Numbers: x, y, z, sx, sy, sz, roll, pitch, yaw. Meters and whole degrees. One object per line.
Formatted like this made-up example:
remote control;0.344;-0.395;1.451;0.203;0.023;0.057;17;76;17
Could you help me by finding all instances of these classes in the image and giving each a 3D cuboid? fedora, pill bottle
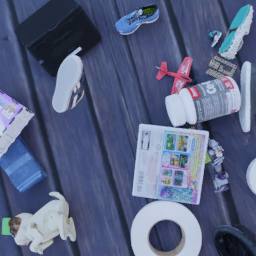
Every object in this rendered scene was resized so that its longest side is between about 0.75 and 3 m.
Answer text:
fedora;4.397;4.558;10.847;1.015;2.221;2.221;-28;86;-34
pill bottle;2.927;-1.012;11.156;2.608;1.485;1.485;-16;86;-1

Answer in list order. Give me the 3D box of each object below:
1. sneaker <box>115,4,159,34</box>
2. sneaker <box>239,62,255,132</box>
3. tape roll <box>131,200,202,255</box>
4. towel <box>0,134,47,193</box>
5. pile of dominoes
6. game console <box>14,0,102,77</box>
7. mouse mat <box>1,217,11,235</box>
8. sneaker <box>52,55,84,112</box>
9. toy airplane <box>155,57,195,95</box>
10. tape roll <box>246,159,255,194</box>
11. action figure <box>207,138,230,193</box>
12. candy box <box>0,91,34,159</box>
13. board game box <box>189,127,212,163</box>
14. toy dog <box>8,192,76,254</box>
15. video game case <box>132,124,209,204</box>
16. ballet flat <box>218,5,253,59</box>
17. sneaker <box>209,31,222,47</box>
sneaker;0.365;-4.655;11.719;2.031;0.905;0.798;-28;86;-1
sneaker;5.386;-1.245;11.398;1.449;1.033;2.921;6;82;5
tape roll;1.509;4.366;11.279;2.865;0.524;2.865;0;86;-1
towel;-4.492;1.392;11.471;1.293;0.562;2.315;-36;88;-2
pile of dominoes;3.991;-2.510;11.932;1.119;0.178;0.872;25;86;2
game console;-2.989;-4.009;11.994;2.788;1.622;2.452;-40;117;-2
mouse mat;-4.760;4.061;11.548;0.897;0.034;0.722;1;86;1
sneaker;-2.048;-1.634;10.163;0.882;0.893;2.248;39;123;16
toy airplane;1.975;-2.211;11.832;1.800;0.331;1.800;0;88;1
tape roll;5.833;2.020;11.533;1.833;0.335;1.833;0;87;-1
action figure;3.504;1.399;11.107;0.741;1.389;2.135;-16;100;12
candy box;-5.179;-0.211;11.062;1.886;0.804;2.248;31;81;23
board game box;2.695;0.796;11.469;0.779;0.365;1.534;-28;81;10
toy dog;-3.437;3.719;10.839;2.273;1.586;2.204;-15;74;-1
video game case;1.653;1.443;11.177;2.696;0.351;2.962;6;98;6
ballet flat;4.642;-3.964;11.843;0.859;0.859;2.394;29;89;2
sneaker;3.632;-3.852;11.947;0.459;0.318;0.760;31;79;-3
